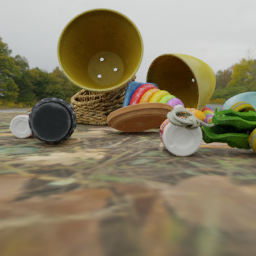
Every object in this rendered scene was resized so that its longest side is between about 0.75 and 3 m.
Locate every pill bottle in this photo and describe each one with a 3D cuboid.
[{"bbox_3d":[0.797,0.099,4.468,0.566,0.566,0.991,0,4,1],"label":"pill bottle"},{"bbox_3d":[-2.431,-0.057,6.785,0.537,0.537,0.941,0,5,-3],"label":"pill bottle"},{"bbox_3d":[-1.506,-0.165,5.700,0.915,0.915,1.637,-1,4,-12],"label":"pill bottle"}]

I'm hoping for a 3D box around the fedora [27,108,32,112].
[{"bbox_3d":[-3.036,-0.422,10.640,1.583,0.645,1.583,-3,-2,0],"label":"fedora"}]

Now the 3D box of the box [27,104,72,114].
[{"bbox_3d":[-3.477,-0.747,13.719,2.559,0.444,1.408,2,25,28],"label":"box"}]

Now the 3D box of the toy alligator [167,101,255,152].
[{"bbox_3d":[1.793,0.054,4.259,2.674,0.642,0.886,2,33,-13],"label":"toy alligator"}]

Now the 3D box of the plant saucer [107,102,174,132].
[{"bbox_3d":[0.352,-0.221,7.441,1.803,0.291,1.803,-8,-15,-2],"label":"plant saucer"}]

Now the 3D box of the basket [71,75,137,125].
[{"bbox_3d":[-1.220,-1.225,12.000,2.019,2.108,2.829,-4,6,-41],"label":"basket"}]

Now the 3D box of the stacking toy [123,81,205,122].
[{"bbox_3d":[1.300,-0.574,9.360,1.674,1.583,2.885,-3,16,-45],"label":"stacking toy"}]

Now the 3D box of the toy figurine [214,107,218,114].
[{"bbox_3d":[3.875,-0.323,11.141,0.900,0.734,0.977,14,-18,8],"label":"toy figurine"}]

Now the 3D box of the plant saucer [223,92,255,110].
[{"bbox_3d":[3.591,-0.529,7.526,1.929,0.371,1.929,0,39,0],"label":"plant saucer"}]

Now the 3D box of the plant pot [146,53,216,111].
[{"bbox_3d":[2.181,-1.607,10.354,1.803,2.540,2.540,-22,16,-34],"label":"plant pot"}]

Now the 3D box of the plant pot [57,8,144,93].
[{"bbox_3d":[-0.901,-2.516,10.386,2.929,2.929,2.079,0,-7,2],"label":"plant pot"}]

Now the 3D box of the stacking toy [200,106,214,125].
[{"bbox_3d":[2.991,-0.332,10.398,0.729,0.771,1.328,1,15,-6],"label":"stacking toy"}]
